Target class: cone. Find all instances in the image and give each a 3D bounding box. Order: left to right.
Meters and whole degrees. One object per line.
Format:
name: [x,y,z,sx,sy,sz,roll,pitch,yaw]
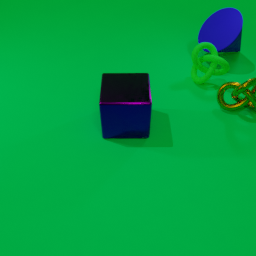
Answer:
cone: [3.713,-3.161,10.198,1.669,1.662,1.662,21,30,-41]

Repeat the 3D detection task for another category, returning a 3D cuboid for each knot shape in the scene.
knot shape: [2.507,-2.127,8.967,1.294,1.211,0.598,-13,18,34]
knot shape: [3.218,-0.928,8.142,1.240,1.325,0.612,1,53,28]

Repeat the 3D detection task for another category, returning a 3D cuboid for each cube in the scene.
cube: [-0.063,-0.608,7.649,1.302,1.302,1.302,0,46,0]
